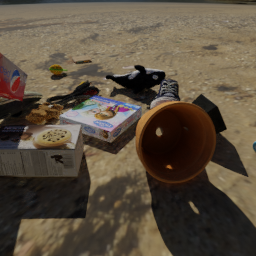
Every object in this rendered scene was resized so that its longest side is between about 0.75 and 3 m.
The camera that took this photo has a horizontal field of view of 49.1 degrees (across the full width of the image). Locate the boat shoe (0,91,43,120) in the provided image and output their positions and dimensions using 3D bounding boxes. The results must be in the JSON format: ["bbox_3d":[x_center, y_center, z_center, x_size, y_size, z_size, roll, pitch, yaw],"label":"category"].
[{"bbox_3d":[-3.990,-0.814,9.788,0.992,0.827,2.658,6,18,19],"label":"boat shoe"}]

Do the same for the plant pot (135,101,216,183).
[{"bbox_3d":[1.012,0.239,7.065,1.935,1.935,1.354,-7,13,-12],"label":"plant pot"}]

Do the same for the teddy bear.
[{"bbox_3d":[-2.810,-0.481,9.590,1.141,0.525,1.573,3,21,-9],"label":"teddy bear"}]

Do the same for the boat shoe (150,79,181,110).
[{"bbox_3d":[1.209,-1.039,8.742,0.920,1.142,2.463,8,-1,3],"label":"boat shoe"}]

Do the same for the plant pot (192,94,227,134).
[{"bbox_3d":[2.281,-0.276,8.614,0.882,0.994,0.992,-34,34,3],"label":"plant pot"}]

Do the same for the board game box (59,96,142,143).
[{"bbox_3d":[-0.869,-0.395,9.403,2.010,0.414,2.006,15,33,25],"label":"board game box"}]

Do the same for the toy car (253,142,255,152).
[{"bbox_3d":[4.206,0.175,7.640,1.082,1.174,1.038,-15,33,-26],"label":"toy car"}]

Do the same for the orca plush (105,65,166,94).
[{"bbox_3d":[0.266,-1.892,11.610,2.508,1.319,0.892,8,61,9],"label":"orca plush"}]

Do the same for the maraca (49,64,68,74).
[{"bbox_3d":[-3.415,-2.859,13.714,0.890,0.476,0.610,-1,17,-23],"label":"maraca"}]

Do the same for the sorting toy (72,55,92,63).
[{"bbox_3d":[-2.607,-3.903,15.850,0.996,0.182,0.922,-16,33,-17],"label":"sorting toy"}]

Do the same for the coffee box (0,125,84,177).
[{"bbox_3d":[-2.333,0.563,7.252,2.182,0.871,1.233,0,30,0],"label":"coffee box"}]

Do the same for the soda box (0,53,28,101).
[{"bbox_3d":[-3.627,-1.450,7.563,0.858,0.947,2.705,10,-4,-1],"label":"soda box"}]

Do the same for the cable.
[{"bbox_3d":[-2.040,-1.201,11.036,1.123,0.582,2.313,37,56,23],"label":"cable"}]
